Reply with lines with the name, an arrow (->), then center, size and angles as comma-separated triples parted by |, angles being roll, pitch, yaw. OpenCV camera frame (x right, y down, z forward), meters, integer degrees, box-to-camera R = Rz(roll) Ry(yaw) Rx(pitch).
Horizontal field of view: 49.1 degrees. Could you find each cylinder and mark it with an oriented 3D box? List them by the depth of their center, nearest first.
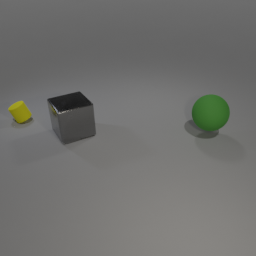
cylinder -> -4.609, -0.686, 11.965 | 0.700, 0.700, 0.700 | -18, 32, 12

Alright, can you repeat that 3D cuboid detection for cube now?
cube -> -2.208, -0.436, 11.006 | 1.400, 1.400, 1.400 | -17, 35, -24

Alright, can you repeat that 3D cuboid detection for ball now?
ball -> 3.151, -0.580, 10.703 | 1.400, 1.400, 1.400 | 0, 31, 0
